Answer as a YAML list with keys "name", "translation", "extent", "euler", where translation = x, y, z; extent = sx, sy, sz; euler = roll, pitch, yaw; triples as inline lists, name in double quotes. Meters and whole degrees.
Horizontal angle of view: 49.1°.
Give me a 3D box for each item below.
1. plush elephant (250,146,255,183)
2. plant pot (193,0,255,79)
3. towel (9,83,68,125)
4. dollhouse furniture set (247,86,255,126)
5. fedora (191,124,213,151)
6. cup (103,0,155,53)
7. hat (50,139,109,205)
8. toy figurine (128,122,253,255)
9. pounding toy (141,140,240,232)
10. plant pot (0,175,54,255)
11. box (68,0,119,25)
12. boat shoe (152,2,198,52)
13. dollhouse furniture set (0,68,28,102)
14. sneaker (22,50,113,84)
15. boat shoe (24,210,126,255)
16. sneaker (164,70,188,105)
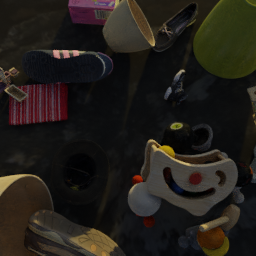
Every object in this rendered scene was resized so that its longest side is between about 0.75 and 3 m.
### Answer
- name: "plush elephant"
  translation: [4.516, 0.588, 7.364]
  extent: [1.902, 1.788, 2.310]
  euler: [26, 74, 8]
- name: "plant pot"
  translation: [3.329, -3.059, 8.209]
  extent: [2.317, 2.477, 2.317]
  euler: [0, 72, 0]
- name: "towel"
  translation: [-2.749, -0.758, 8.652]
  extent: [1.780, 0.200, 1.287]
  euler: [-6, 72, -1]
- name: "dollhouse furniture set"
  translation: [4.144, -0.414, 7.518]
  extent: [1.377, 1.556, 0.865]
  euler: [-16, 28, 19]
- name: "fedora"
  translation: [2.139, 0.335, 8.114]
  extent: [0.763, 0.389, 0.863]
  euler: [-23, 40, 25]
- name: "cup"
  translation: [-0.070, -3.054, 8.812]
  extent: [1.198, 1.676, 1.676]
  euler: [-24, 71, 23]
- name: "hat"
  translation: [-1.259, 1.217, 7.753]
  extent: [1.750, 0.706, 1.750]
  euler: [-1, 77, 6]
- name: "toy figurine"
  translation: [1.530, 1.499, 7.017]
  extent: [2.670, 1.887, 2.712]
  euler: [31, 74, 10]
- name: "pounding toy"
  translation: [1.618, 1.198, 6.151]
  extent: [2.640, 1.514, 1.509]
  euler: [28, 99, -13]
- name: "plant pot"
  translation: [-3.232, 2.476, 6.339]
  extent: [1.945, 2.897, 2.897]
  euler: [1, 71, 12]
- name: "box"
  translation: [-1.084, -4.495, 9.541]
  extent: [1.528, 0.840, 1.737]
  euler: [6, 71, 2]
- name: "boat shoe"
  translation: [1.559, -3.412, 9.313]
  extent: [0.699, 0.596, 2.090]
  euler: [42, 77, 13]
- name: "dollhouse furniture set"
  translation: [-3.417, -1.452, 8.400]
  extent: [1.164, 0.826, 0.922]
  euler: [33, 58, 14]
- name: "sneaker"
  translation: [-1.861, -1.909, 8.745]
  extent: [2.957, 1.213, 1.037]
  euler: [10, 110, 20]
- name: "boat shoe"
  translation: [-1.317, 3.106, 7.085]
  extent: [2.806, 1.045, 1.029]
  euler: [27, 100, 4]
- name: "sneaker"
  translation: [1.633, -1.240, 8.711]
  extent: [0.628, 0.416, 1.104]
  euler: [31, 80, 9]
